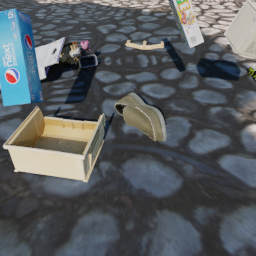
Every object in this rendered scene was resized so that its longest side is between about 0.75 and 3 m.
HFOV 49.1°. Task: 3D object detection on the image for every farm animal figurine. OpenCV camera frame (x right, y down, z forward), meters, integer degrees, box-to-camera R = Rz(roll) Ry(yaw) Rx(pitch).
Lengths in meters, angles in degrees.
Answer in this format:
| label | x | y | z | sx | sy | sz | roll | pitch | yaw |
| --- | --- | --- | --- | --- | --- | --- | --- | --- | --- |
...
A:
| label | x | y | z | sx | sy | sz | roll | pitch | yaw |
| --- | --- | --- | --- | --- | --- | --- | --- | --- | --- |
| farm animal figurine | -2.429 | -3.097 | 11.933 | 1.477 | 0.920 | 1.829 | -22 | 24 | -21 |

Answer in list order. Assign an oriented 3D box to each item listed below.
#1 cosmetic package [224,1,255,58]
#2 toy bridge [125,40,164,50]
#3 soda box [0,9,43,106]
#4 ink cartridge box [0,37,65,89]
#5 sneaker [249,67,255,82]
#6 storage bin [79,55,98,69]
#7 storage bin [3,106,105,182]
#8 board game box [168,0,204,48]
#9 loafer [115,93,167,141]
| label | x | y | z | sx | sy | sz | roll | pitch | yaw |
| --- | --- | --- | --- | --- | --- | --- | --- | --- | --- |
| cosmetic package | 3.014 | -1.953 | 5.901 | 1.641 | 0.848 | 0.716 | 6 | 50 | -23 |
| toy bridge | 0.822 | -4.124 | 13.965 | 1.934 | 0.263 | 0.650 | 3 | 36 | 5 |
| soda box | -2.465 | -1.509 | 6.231 | 0.670 | 1.976 | 0.634 | -6 | 6 | 10 |
| ink cartridge box | -3.620 | -2.551 | 11.015 | 2.472 | 0.502 | 2.467 | -16 | 38 | 9 |
| sneaker | 5.214 | -2.111 | 11.056 | 0.472 | 0.466 | 1.235 | -1 | 38 | -1 |
| storage bin | -1.744 | -2.805 | 12.031 | 0.750 | 0.546 | 0.504 | -17 | 12 | -22 |
| storage bin | -1.748 | 0.310 | 7.359 | 1.969 | 0.923 | 1.955 | 6 | 37 | 9 |
| board game box | 1.159 | -2.961 | 6.497 | 0.340 | 1.986 | 1.335 | -22 | 24 | 12 |
| loafer | 0.318 | -0.255 | 8.285 | 0.846 | 0.913 | 2.429 | -22 | 33 | -16 |
